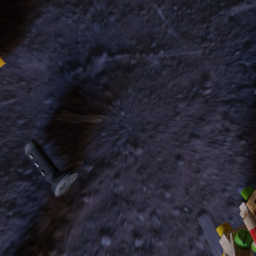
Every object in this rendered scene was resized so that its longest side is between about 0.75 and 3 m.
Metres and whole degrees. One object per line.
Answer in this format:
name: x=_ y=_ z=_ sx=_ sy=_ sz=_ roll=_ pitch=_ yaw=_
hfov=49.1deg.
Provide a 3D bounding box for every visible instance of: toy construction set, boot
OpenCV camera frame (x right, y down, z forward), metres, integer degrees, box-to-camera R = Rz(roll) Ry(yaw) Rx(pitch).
toy construction set: x=2.483 y=1.984 z=5.392 sx=2.219 sy=2.661 sz=2.045 roll=-25 pitch=51 yaw=7
boot: x=-1.772 y=0.781 z=6.306 sx=0.444 sy=1.114 sz=1.351 roll=-24 pitch=71 yaw=-43

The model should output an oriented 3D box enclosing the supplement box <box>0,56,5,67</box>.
supplement box: x=-4.848 y=-2.446 z=6.320 sx=1.825 sy=2.748 sz=2.711 roll=-39 pitch=78 yaw=-4
